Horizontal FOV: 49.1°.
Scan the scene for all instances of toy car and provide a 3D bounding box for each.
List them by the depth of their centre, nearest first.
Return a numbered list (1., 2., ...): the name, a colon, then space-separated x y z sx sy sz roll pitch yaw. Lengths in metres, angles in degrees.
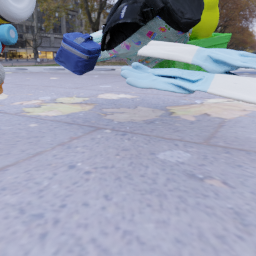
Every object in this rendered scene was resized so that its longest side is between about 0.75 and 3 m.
1. toy car: -2.864 -1.328 5.775 1.193 1.295 1.145 0 37 15

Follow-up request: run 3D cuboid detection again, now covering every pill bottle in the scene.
1. pill bottle: -4.069 -3.578 7.229 2.999 1.680 1.680 6 17 19

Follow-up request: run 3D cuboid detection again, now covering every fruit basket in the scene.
1. fruit basket: 1.823 -3.000 8.871 3.078 3.078 2.220 -11 22 -35

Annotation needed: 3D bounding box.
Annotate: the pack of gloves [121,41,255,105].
1. pack of gloves: 1.088 -0.752 4.186 2.208 0.436 1.855 13 36 20

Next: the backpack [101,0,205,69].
1. backpack: 0.506 -2.635 6.897 1.762 2.323 2.784 27 -30 -25

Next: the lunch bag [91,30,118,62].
1. lunch bag: -0.572 -3.451 11.093 2.081 1.000 2.595 -7 27 24

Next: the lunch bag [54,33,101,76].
1. lunch bag: -1.387 -2.299 8.373 0.994 0.968 1.463 32 26 1
